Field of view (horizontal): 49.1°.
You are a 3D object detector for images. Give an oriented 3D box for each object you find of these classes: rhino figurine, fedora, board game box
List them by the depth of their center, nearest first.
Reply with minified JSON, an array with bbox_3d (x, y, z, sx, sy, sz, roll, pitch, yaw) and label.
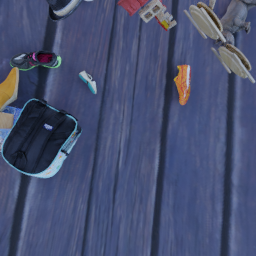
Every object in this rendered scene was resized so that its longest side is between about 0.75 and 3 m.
[{"bbox_3d":[-1.816,-3.658,7.399,1.665,0.760,1.665,-19,57,32],"label":"fedora"},{"bbox_3d":[-4.388,-0.036,9.406,1.522,0.332,1.529,12,79,3],"label":"board game box"},{"bbox_3d":[3.764,-3.693,9.883,1.094,0.748,2.502,28,81,25],"label":"rhino figurine"}]

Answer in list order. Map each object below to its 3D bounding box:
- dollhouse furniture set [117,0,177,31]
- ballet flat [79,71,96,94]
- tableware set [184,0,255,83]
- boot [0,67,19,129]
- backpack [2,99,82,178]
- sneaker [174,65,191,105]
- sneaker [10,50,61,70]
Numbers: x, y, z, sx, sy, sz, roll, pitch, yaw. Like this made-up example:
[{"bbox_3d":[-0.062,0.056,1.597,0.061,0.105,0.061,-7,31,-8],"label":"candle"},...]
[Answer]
[{"bbox_3d":[0.430,-3.560,7.972,0.811,1.994,1.073,-34,59,24],"label":"dollhouse furniture set"},{"bbox_3d":[-1.324,-1.608,9.742,0.329,0.329,0.947,-39,81,-7],"label":"ballet flat"},{"bbox_3d":[2.532,-2.352,7.383,0.492,1.622,2.454,-41,109,11],"label":"tableware set"},{"bbox_3d":[-4.471,-1.074,8.949,1.721,0.846,2.404,7,64,-21],"label":"boot"},{"bbox_3d":[-2.658,0.447,8.641,1.876,1.636,2.134,27,71,7],"label":"backpack"},{"bbox_3d":[1.869,-1.471,9.675,0.557,0.527,1.444,1,73,20],"label":"sneaker"},{"bbox_3d":[-3.225,-2.424,9.665,1.740,0.729,0.668,-6,79,-1],"label":"sneaker"}]
